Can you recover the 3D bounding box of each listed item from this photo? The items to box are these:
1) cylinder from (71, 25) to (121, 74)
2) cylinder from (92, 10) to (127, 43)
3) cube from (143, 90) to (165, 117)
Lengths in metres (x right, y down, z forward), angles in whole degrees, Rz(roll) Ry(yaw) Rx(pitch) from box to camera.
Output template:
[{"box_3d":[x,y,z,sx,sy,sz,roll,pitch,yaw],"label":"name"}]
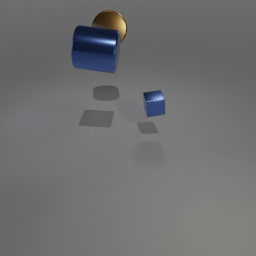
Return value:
[{"box_3d":[-1.027,-2.593,9.293,1.400,1.400,1.400,8,30,1],"label":"cylinder"},{"box_3d":[-0.802,-4.149,11.676,1.400,1.400,1.400,-3,22,-5],"label":"cylinder"},{"box_3d":[0.979,-0.915,10.495,0.700,0.700,0.700,-9,37,-4],"label":"cube"}]
